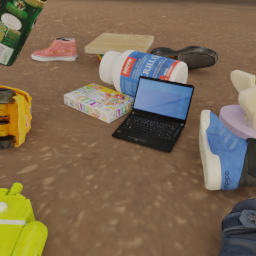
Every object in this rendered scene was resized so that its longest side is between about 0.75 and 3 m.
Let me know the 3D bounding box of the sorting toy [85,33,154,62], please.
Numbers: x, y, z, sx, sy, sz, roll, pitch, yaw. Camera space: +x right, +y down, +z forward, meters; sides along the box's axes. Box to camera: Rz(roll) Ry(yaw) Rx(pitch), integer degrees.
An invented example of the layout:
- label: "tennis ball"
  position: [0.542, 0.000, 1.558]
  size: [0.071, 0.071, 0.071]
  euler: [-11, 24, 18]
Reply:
- label: "sorting toy"
  position: [-0.311, -3.594, 13.047]
  size: [2.603, 0.906, 2.587]
  euler: [8, 33, 12]

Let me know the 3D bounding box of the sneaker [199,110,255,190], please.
- label: "sneaker"
  position: [2.425, 0.423, 6.581]
  size: [1.357, 0.936, 2.439]
  euler: [-1, 36, 9]

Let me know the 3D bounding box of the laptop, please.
- label: "laptop"
  position: [0.715, -0.467, 7.814]
  size: [1.736, 1.012, 1.959]
  euler: [15, 41, 23]

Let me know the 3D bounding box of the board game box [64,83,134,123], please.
- label: "board game box"
  position: [-0.924, -0.884, 9.250]
  size: [2.031, 0.348, 1.365]
  euler: [23, 39, 32]

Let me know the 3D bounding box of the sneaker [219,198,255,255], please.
- label: "sneaker"
  position: [2.532, 1.865, 4.299]
  size: [2.202, 0.837, 1.591]
  euler: [4, 33, 20]

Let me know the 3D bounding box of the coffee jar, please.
- label: "coffee jar"
  position: [-2.265, -2.265, 5.599]
  size: [0.820, 1.922, 1.002]
  euler: [28, 23, -25]

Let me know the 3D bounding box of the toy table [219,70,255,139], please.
- label: "toy table"
  position: [3.783, -0.550, 7.665]
  size: [2.563, 1.501, 2.356]
  euler: [27, 40, 37]

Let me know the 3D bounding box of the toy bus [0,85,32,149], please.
- label: "toy bus"
  position: [-3.489, -0.522, 7.865]
  size: [2.273, 1.542, 2.182]
  euler: [11, 18, 13]

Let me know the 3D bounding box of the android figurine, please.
- label: "android figurine"
  position: [-2.613, 1.928, 4.608]
  size: [2.516, 0.568, 2.764]
  euler: [3, 34, 4]

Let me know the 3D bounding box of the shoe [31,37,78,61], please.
- label: "shoe"
  position: [-3.498, -3.746, 13.204]
  size: [2.194, 0.998, 0.784]
  euler: [1, 32, 2]

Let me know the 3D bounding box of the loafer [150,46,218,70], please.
- label: "loafer"
  position: [2.269, -2.776, 11.800]
  size: [2.880, 1.048, 1.041]
  euler: [2, 41, 19]

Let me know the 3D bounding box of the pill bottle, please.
- label: "pill bottle"
  position: [0.460, -1.735, 9.376]
  size: [2.733, 1.534, 1.534]
  euler: [19, 37, 23]
